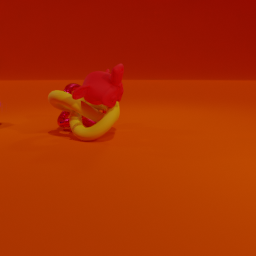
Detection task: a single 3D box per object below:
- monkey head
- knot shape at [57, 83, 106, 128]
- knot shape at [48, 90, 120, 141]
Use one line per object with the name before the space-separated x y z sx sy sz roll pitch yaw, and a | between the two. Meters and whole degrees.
monkey head | -0.572 -1.057 6.468 0.928 1.108 1.541 26 38 14
knot shape | -1.367 -0.683 8.182 1.567 1.466 0.724 -13 -27 -10
knot shape | -1.121 -0.539 7.126 1.830 0.904 1.956 14 31 -1
